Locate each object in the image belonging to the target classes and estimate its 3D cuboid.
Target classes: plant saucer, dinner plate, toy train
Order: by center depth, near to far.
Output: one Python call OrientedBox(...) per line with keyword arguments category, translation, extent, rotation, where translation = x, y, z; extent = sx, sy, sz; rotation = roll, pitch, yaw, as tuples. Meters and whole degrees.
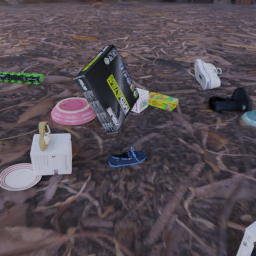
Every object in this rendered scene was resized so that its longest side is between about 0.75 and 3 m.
OrientedBox(category="dinner plate", translation=(-3.272, 1.511, 8.551), extent=(1.251, 0.152, 1.251), rotation=(4, 29, -2))
OrientedBox(category="plant saucer", translation=(5.517, -0.414, 11.779), extent=(1.363, 0.187, 1.363), rotation=(0, 32, 0))
OrientedBox(category="plant saucer", translation=(-2.331, -0.803, 12.120), extent=(1.961, 0.497, 1.961), rotation=(0, 32, 0))
OrientedBox(category="toy train", translation=(-5.943, -2.798, 15.420), extent=(2.723, 0.568, 0.768), rotation=(7, 22, 11))

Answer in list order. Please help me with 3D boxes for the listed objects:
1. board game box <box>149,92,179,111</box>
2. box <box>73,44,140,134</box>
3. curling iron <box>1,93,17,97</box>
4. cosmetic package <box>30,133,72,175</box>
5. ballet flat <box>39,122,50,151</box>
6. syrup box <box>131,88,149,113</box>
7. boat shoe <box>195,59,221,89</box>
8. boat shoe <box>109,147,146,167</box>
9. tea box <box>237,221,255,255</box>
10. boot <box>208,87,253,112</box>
OrientedBox(category="board game box", translation=(1.518, -1.244, 12.988), extent=(1.440, 0.343, 0.732), rotation=(20, 36, 29))
OrientedBox(category="box", translation=(-0.637, -1.445, 10.231), extent=(0.578, 2.431, 2.348), rotation=(-9, 34, 32))
OrientedBox(category="curling iron", translation=(-5.880, -1.632, 13.844), extent=(0.842, 0.108, 0.209), rotation=(1, 68, 9))
OrientedBox(category="cosmetic package", translation=(-2.339, 0.810, 8.714), extent=(1.131, 0.932, 0.933), rotation=(-2, 39, -8))
OrientedBox(category="ballet flat", translation=(-2.451, 0.213, 8.245), extent=(0.313, 0.341, 0.992), rotation=(-15, 60, 2))
OrientedBox(category="syrup box", translation=(-0.102, -1.429, 12.823), extent=(2.031, 0.827, 0.800), rotation=(21, 39, 30))
OrientedBox(category="boat shoe", translation=(4.434, -2.974, 15.217), extent=(1.184, 1.026, 2.776), rotation=(-1, 33, -2))
OrientedBox(category="boat shoe", translation=(0.015, 0.952, 9.246), extent=(1.296, 0.445, 0.545), rotation=(-14, 34, -22))
OrientedBox(category="tea box", translation=(2.972, 2.652, 5.757), extent=(0.752, 1.126, 1.108), rotation=(-19, 36, -29))
OrientedBox(category="boot", translation=(4.503, -1.306, 12.669), extent=(1.691, 0.769, 2.013), rotation=(1, 28, 5))
